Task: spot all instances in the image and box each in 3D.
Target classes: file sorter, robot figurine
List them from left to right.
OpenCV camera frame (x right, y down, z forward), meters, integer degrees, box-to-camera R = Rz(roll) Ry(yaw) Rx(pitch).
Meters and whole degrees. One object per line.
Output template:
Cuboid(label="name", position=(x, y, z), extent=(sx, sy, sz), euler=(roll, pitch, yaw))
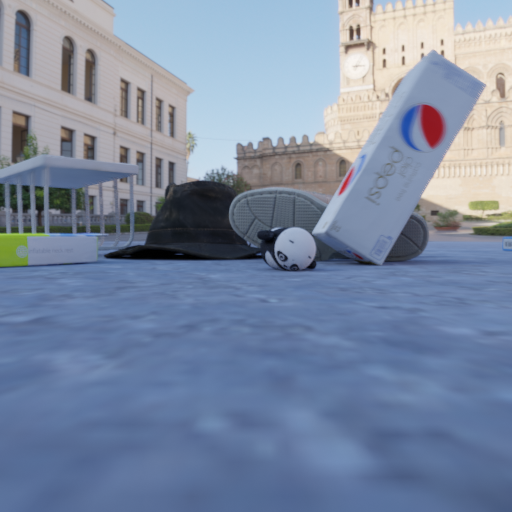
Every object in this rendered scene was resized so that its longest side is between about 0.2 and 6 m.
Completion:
Cuboid(label="file sorter", position=(-3.753, -0.877, 10.857), extent=(1.839, 1.650, 2.650), euler=(-2, 0, -43))
Cuboid(label="robot figurine", position=(0.332, -0.069, 6.167), extent=(0.588, 0.488, 0.783), euler=(-8, 5, -21))

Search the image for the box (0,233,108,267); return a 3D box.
Cuboid(label="box", position=(-3.012, -0.095, 7.471), extent=(1.094, 0.428, 1.794), euler=(1, 2, 36))

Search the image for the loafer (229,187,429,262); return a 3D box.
Cuboid(label="loafer", position=(1.081, -0.476, 8.589), extent=(2.943, 1.058, 0.925), euler=(8, 16, 4))

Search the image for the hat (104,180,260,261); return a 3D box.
Cuboid(label="hat", position=(-1.060, -0.651, 10.285), extent=(3.455, 1.394, 3.455), euler=(1, 2, 0))

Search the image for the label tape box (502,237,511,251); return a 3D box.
Cuboid(label="label tape box", position=(7.223, -0.307, 14.592), extent=(1.214, 0.384, 0.875), euler=(-1, 2, -16))

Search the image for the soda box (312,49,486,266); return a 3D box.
Cuboid(label="soda box", position=(1.863, -1.245, 7.505), extent=(0.877, 2.754, 0.938), euler=(32, -2, -5))
